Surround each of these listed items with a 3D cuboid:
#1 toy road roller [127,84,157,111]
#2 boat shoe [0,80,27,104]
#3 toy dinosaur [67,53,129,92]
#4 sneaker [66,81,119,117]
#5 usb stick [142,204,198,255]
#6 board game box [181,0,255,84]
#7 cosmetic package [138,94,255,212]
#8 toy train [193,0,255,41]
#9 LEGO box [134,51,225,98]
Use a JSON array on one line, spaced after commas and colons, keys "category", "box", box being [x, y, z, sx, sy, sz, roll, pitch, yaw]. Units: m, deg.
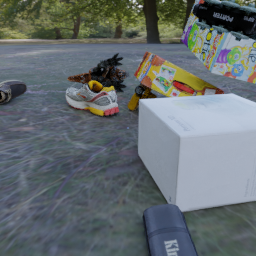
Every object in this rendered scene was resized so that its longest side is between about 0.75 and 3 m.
[{"category": "toy road roller", "box": [0.472, -0.908, 8.843, 0.691, 0.946, 0.581, 31, 27, 4]}, {"category": "boat shoe", "box": [-4.351, -1.107, 9.623, 1.954, 0.728, 0.716, -27, 42, -36]}, {"category": "toy dinosaur", "box": [-1.088, -2.114, 11.941, 2.924, 1.494, 1.985, -37, 23, -31]}, {"category": "sneaker", "box": [-1.155, -1.078, 8.959, 2.339, 0.961, 0.910, 16, 25, 40]}, {"category": "usb stick", "box": [0.505, 1.453, 2.879, 0.548, 0.322, 1.976, -1, 20, -3]}, {"category": "board game box", "box": [2.781, -2.614, 7.964, 1.477, 1.503, 2.867, 10, 31, -14]}, {"category": "cosmetic package", "box": [1.403, 0.242, 4.865, 2.059, 1.266, 2.053, -6, 20, -12]}, {"category": "toy train", "box": [1.582, -1.653, 4.255, 0.693, 0.518, 1.216, -11, 35, -42]}, {"category": "LEGO box", "box": [1.479, -1.386, 8.580, 2.294, 0.885, 1.708, 24, 15, -14]}]
